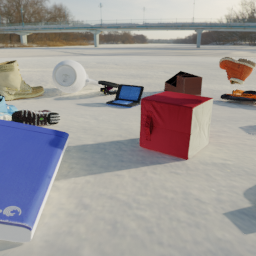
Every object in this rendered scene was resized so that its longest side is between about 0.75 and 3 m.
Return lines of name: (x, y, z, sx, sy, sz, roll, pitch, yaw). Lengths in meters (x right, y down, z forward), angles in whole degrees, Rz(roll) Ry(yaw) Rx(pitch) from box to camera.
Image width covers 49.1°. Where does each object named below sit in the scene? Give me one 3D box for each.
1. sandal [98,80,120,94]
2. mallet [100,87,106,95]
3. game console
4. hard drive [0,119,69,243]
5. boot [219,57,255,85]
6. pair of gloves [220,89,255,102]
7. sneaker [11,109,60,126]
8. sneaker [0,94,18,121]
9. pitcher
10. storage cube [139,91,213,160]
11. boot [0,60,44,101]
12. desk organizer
sandal: (-0.726, -2.039, 14.573, 0.938, 0.597, 2.495, 20, 10, 24)
mallet: (-1.318, -1.930, 14.772, 0.365, 0.228, 1.107, 0, 21, -3)
game console: (-0.133, -1.413, 12.146, 1.332, 0.788, 1.137, 10, 19, 31)
hard drive: (-2.271, 0.679, 5.053, 1.897, 0.365, 2.875, 11, 25, -6)
boot: (2.669, -1.459, 7.207, 0.446, 0.637, 1.188, 18, 11, -22)
pair of gloves: (5.847, -1.447, 13.017, 2.489, 0.345, 2.794, 12, 18, 36)
sneaker: (-3.106, -0.358, 9.387, 1.527, 0.578, 0.882, 3, 10, -26)
sneaker: (-4.191, -0.717, 9.305, 0.877, 1.006, 2.237, -2, 4, -5)
pitcher: (-2.656, -2.642, 14.962, 2.381, 1.682, 2.775, 11, 7, 1)
storage cube: (1.247, -0.134, 7.261, 1.398, 1.329, 1.555, 14, 22, 33)
boot: (-5.115, -2.326, 13.352, 2.287, 1.778, 0.833, -16, 24, -41)
desk organizer: (2.707, -2.190, 14.097, 0.994, 1.067, 2.772, -4, 18, -11)
